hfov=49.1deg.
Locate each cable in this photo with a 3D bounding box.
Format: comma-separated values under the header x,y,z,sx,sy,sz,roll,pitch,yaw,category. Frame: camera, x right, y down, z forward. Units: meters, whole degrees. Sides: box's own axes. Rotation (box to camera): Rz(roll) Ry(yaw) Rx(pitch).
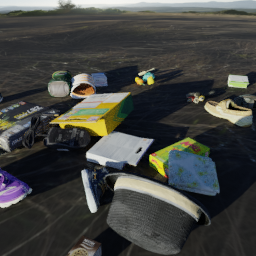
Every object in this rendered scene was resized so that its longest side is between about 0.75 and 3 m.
x,y,z,sx,sy,sz,roll,pitch,yaw,category
3.283,-1.417,12.659,0.877,0.454,1.806,1,9,40,cable

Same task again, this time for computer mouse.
x,y,z,sx,sy,sz,roll,pitch,yaw,category
-2.193,0.138,8.959,2.041,0.470,1.433,0,52,-3,computer mouse

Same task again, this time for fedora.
x,y,z,sx,sy,sz,roll,pitch,yaw,category
0.385,1.712,5.361,2.213,2.213,1.011,13,61,24,fedora

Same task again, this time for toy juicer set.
x,y,z,sx,sy,sz,roll,pitch,yaw,category
0.918,-2.618,14.782,1.037,0.443,1.630,-12,29,15,toy juicer set

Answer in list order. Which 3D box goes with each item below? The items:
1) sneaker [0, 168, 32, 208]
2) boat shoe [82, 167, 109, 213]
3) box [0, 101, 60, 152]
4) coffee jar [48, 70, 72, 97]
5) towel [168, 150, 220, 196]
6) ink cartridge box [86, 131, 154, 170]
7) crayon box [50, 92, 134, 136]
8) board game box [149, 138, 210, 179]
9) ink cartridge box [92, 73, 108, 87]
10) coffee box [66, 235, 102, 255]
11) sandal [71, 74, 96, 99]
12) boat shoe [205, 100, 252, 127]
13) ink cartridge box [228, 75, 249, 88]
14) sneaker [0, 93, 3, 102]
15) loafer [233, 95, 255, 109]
x,y,z,sx,sy,sz,roll,pitch,yaw,category
-3.258,1.246,6.786,2.053,0.857,0.828,14,31,24,sneaker
-0.713,1.411,6.802,0.669,0.521,1.473,-11,27,-11,boat shoe
-3.868,-0.155,9.769,1.934,0.589,2.399,17,32,24,box
-3.190,-2.172,13.402,0.985,0.806,1.889,-3,28,-3,coffee jar
1.652,1.119,7.125,1.274,0.307,1.090,12,42,-5,towel
-0.191,0.666,8.464,1.575,0.320,1.572,11,29,22,ink cartridge box
-1.135,-0.443,9.815,1.777,0.729,2.826,0,24,24,crayon box
1.495,0.833,8.075,1.629,0.388,0.827,-20,34,-33,board game box
-1.468,-2.513,14.527,0.655,0.383,1.128,-8,29,-15,ink cartridge box
-0.865,2.418,5.111,0.448,0.316,0.792,13,30,23,coffee box
-2.205,-2.209,13.409,1.156,0.865,3.017,-5,28,-10,sandal
3.872,-0.732,10.761,0.768,0.689,2.076,-19,33,-32,boat shoe
5.471,-2.234,13.922,0.886,0.454,1.199,8,30,14,ink cartridge box
-5.986,-1.288,11.898,0.592,0.636,1.474,12,29,19,sneaker
5.177,-1.017,11.505,1.593,0.572,0.501,1,34,-3,loafer
